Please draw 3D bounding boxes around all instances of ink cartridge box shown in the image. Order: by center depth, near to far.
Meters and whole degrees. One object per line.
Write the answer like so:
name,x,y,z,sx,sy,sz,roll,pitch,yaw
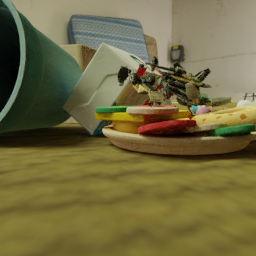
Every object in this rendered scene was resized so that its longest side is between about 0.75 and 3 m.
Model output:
ink cartridge box,-0.113,-0.932,7.120,0.998,1.724,2.967,40,18,12

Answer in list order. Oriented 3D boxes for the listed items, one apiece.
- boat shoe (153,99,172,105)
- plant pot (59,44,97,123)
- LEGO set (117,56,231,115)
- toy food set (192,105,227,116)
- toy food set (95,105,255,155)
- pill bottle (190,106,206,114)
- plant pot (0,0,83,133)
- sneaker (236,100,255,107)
boat shoe,0.680,-1.278,14.146,2.949,1.059,0.878,3,2,-4
plant pot,-2.093,-1.572,10.152,2.850,2.526,2.854,2,8,19
LEGO set,0.932,-0.794,5.840,2.928,0.830,1.901,-5,35,-36
toy food set,3.060,-0.338,8.821,1.689,0.418,2.657,-1,15,-29
toy food set,0.913,-0.065,5.080,2.840,0.691,2.811,6,9,41
pill bottle,3.332,-0.923,12.615,0.650,0.650,1.173,-2,7,-14
plant pot,-2.601,-1.157,6.330,2.953,2.953,2.892,2,0,19
sneaker,5.106,-0.671,10.489,2.209,0.836,1.016,-13,19,-30
